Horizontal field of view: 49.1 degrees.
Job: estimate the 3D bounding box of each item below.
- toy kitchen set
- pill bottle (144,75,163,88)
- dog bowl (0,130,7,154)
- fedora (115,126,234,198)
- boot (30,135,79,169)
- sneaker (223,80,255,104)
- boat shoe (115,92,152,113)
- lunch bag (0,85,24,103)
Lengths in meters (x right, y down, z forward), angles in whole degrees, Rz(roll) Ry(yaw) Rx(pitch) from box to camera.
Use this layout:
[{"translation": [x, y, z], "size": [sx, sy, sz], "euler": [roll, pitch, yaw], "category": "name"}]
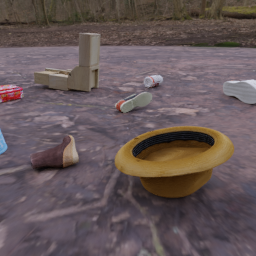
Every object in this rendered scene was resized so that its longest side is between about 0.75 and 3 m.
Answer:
[{"translation": [-2.777, -3.449, 14.101], "size": [2.955, 2.666, 2.411], "euler": [10, 20, 14], "category": "toy kitchen set"}, {"translation": [1.314, -2.398, 14.336], "size": [0.555, 0.555, 1.013], "euler": [16, 25, 38], "category": "pill bottle"}, {"translation": [-3.935, 0.162, 7.191], "size": [1.285, 0.571, 2.305], "euler": [-12, 23, -31], "category": "dog bowl"}, {"translation": [0.863, 0.668, 5.245], "size": [2.170, 0.885, 2.170], "euler": [-10, 20, 4], "category": "fedora"}, {"translation": [-1.703, 0.521, 6.367], "size": [1.002, 0.436, 1.204], "euler": [-5, 23, -18], "category": "boot"}, {"translation": [5.208, -1.624, 11.703], "size": [1.388, 0.885, 2.402], "euler": [-7, 19, -10], "category": "sneaker"}, {"translation": [0.227, -0.981, 10.303], "size": [1.501, 0.534, 0.470], "euler": [-26, 28, -27], "category": "boat shoe"}, {"translation": [-5.098, -1.411, 11.707], "size": [1.152, 0.536, 1.307], "euler": [20, 28, 34], "category": "lunch bag"}]
